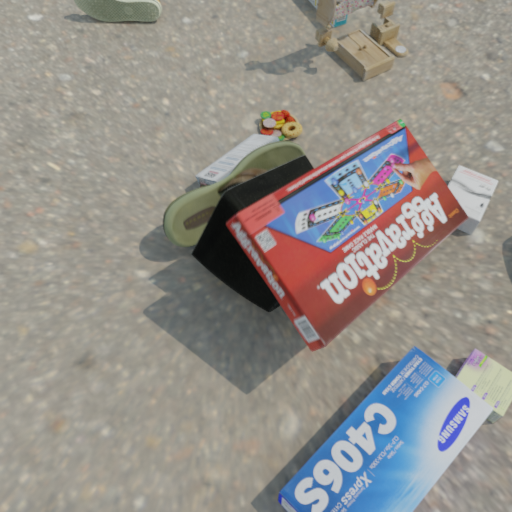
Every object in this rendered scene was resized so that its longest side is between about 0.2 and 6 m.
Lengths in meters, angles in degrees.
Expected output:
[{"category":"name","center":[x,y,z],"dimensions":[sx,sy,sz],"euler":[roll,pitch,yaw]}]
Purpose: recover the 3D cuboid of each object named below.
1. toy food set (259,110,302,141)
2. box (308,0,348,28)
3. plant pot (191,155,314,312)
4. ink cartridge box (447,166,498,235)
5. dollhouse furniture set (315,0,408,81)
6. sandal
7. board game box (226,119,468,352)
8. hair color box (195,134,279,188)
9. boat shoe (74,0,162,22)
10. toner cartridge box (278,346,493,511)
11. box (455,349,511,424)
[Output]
[{"category":"toy food set","center":[0.460,-2.606,11.178],"dimensions":[0.828,0.204,0.837],"euler":[-13,59,-8]},{"category":"box","center":[1.619,-6.065,13.110],"dimensions":[0.372,0.622,1.513],"euler":[-22,61,-14]},{"category":"plant pot","center":[0.324,-0.210,8.684],"dimensions":[1.769,1.765,1.569],"euler":[-28,73,-36]},{"category":"ink cartridge box","center":[3.811,-1.110,10.093],"dimensions":[0.763,0.446,1.316],"euler":[26,61,15]},{"category":"dollhouse furniture set","center":[2.431,-5.026,11.367],"dimensions":[2.105,2.468,1.205],"euler":[-28,62,-17]},{"category":"sandal","center":[-0.211,-0.947,9.480],"dimensions":[2.840,1.128,0.810],"euler":[-34,28,-18]},{"category":"board game box","center":[1.585,-0.528,8.382],"dimensions":[4.002,0.389,2.060],"euler":[-34,91,-36]},{"category":"hair color box","center":[-0.282,-1.637,10.248],"dimensions":[1.509,0.458,0.747],"euler":[-39,34,-22]},{"category":"boat shoe","center":[-3.175,-5.867,12.946],"dimensions":[2.015,0.752,0.627],"euler":[4,53,-3]},{"category":"toner cartridge box","center":[1.762,2.689,7.595],"dimensions":[1.365,0.621,2.875],"euler":[40,66,22]},{"category":"box","center":[3.352,1.909,8.232],"dimensions":[0.793,0.383,0.698],"euler":[34,64,19]}]
